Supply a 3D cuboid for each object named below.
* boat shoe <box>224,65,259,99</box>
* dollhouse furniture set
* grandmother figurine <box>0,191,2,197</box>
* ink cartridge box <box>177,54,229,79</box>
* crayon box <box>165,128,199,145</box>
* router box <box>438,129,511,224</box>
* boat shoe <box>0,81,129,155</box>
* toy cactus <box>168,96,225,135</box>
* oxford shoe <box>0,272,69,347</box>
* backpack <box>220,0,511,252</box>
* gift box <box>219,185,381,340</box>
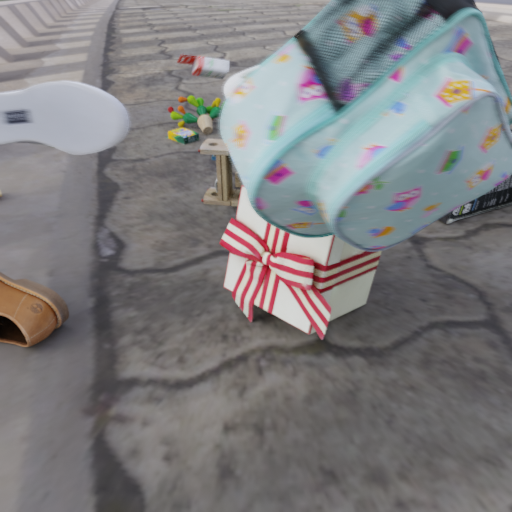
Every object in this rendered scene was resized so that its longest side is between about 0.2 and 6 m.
[{"bbox_3d":[0.867,-2.561,7.574,2.912,1.076,1.241,-27,62,-14],"label":"boat shoe"},{"bbox_3d":[-0.367,-1.844,11.101,1.141,1.148,1.628,5,32,9],"label":"dollhouse furniture set"},{"bbox_3d":[-5.446,-1.110,10.742,1.030,0.312,0.625,-19,9,-24],"label":"grandmother figurine"},{"bbox_3d":[-1.150,-4.059,12.045,1.037,0.261,0.565,2,0,-17],"label":"ink cartridge box"},{"bbox_3d":[-1.854,-3.004,13.970,0.767,0.198,0.482,26,39,37],"label":"crayon box"},{"bbox_3d":[3.726,-2.105,11.565,2.689,1.115,3.588,-16,34,-24],"label":"router box"},{"bbox_3d":[-2.987,-2.038,8.382,2.829,1.018,0.930,1,18,24],"label":"boat shoe"},{"bbox_3d":[-1.429,-3.621,14.669,1.632,0.834,1.347,-6,50,-15],"label":"toy cactus"},{"bbox_3d":[-3.696,0.614,7.363,2.327,0.830,0.829,13,38,17],"label":"oxford shoe"},{"bbox_3d":[1.019,-1.144,5.261,2.531,2.225,1.940,-27,67,24],"label":"backpack"},{"bbox_3d":[0.649,0.067,7.466,1.711,1.854,1.731,21,22,36],"label":"gift box"}]
